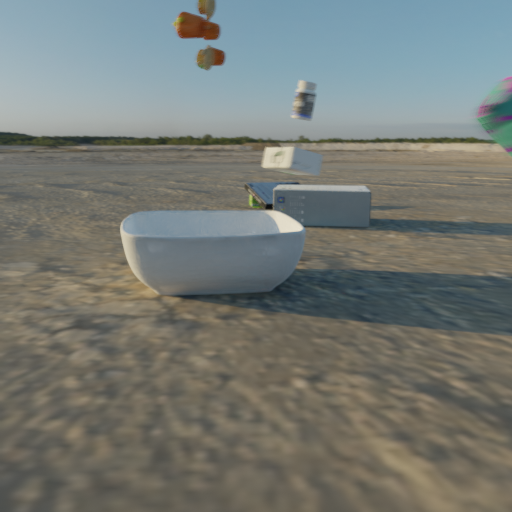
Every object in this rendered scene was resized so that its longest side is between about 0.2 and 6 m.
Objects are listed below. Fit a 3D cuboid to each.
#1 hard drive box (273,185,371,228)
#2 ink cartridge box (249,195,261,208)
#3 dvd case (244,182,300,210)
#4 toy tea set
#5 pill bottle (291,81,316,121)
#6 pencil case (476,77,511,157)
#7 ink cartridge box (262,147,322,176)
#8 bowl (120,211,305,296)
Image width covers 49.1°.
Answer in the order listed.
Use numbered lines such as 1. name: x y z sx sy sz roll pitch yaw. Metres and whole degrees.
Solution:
1. hard drive box: 1.525 -1.200 13.105 2.166 0.832 1.688 1 11 7
2. ink cartridge box: 0.168 -1.607 16.447 0.638 0.327 0.863 0 11 -7
3. dvd case: 0.757 -1.777 16.350 1.846 0.228 1.388 -5 34 -27
4. toy tea set: -1.102 -4.159 10.710 0.603 0.968 1.628 15 -29 17
5. pill bottle: 1.044 -3.341 12.077 0.449 0.788 0.449 9 12 -2
6. pencil case: 3.381 -1.448 6.801 0.634 1.489 0.688 -48 3 -21
7. ink cartridge box: 0.810 -2.116 12.542 0.842 0.485 1.153 9 4 -31
8. bowl: -0.592 -0.076 7.489 2.309 0.863 2.312 -2 11 -8
